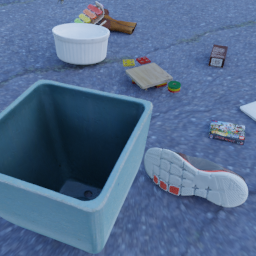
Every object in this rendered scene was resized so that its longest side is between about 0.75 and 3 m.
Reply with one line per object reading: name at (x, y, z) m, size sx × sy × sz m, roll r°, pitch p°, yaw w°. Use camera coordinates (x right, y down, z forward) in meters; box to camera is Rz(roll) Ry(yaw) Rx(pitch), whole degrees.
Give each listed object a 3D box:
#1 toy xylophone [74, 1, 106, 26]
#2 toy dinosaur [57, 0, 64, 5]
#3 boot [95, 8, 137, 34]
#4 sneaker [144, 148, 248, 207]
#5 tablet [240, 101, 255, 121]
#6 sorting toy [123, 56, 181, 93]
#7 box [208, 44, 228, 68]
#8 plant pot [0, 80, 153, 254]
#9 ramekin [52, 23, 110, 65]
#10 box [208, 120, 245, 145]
toy xylophone at (-2.031, -5.487, 14.355) m, size 2.217 × 0.557 × 1.623 m, roll -47°, pitch 50°, yaw -7°
toy dinosaur at (-2.321, -5.646, 10.989) m, size 0.813 × 0.612 × 1.589 m, roll 5°, pitch 60°, yaw 56°
boot at (-0.579, -5.791, 15.098) m, size 2.123 × 0.727 × 1.999 m, roll 7°, pitch 41°, yaw 7°
sneaker at (1.672, 1.180, 7.108) m, size 2.631 × 1.014 × 1.077 m, roll 21°, pitch 17°, yaw 25°
tablet at (5.228, -0.621, 9.542) m, size 2.403 × 0.164 × 1.564 m, roll -18°, pitch 44°, yaw -20°
sorting toy at (0.743, -1.944, 10.828) m, size 1.333 × 0.467 × 2.764 m, roll -19°, pitch 45°, yaw -21°
box at (3.937, -3.148, 12.226) m, size 0.654 × 0.490 × 1.307 m, roll 14°, pitch 44°, yaw 16°
plant pot at (-1.165, 0.996, 5.730) m, size 2.627 × 2.683 × 2.634 m, roll 14°, pitch 43°, yaw 15°
ramekin at (-1.993, -3.628, 12.051) m, size 2.384 × 1.162 × 2.384 m, roll 3°, pitch 33°, yaw -2°
box at (3.053, 0.120, 8.651) m, size 1.038 × 0.196 × 0.709 m, roll 11°, pitch 42°, yaw 13°
